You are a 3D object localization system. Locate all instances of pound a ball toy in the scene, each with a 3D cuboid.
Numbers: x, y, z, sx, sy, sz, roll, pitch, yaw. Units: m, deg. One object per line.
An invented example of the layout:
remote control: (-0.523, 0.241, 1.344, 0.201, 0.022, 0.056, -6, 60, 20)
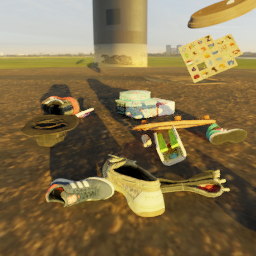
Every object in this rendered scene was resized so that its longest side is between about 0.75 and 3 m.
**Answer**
pound a ball toy: (1.018, 0.565, 8.160, 1.100, 0.717, 1.687, -24, 14, 8)

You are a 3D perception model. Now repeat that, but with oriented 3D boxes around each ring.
ring: (1.531, -0.163, 9.567, 2.783, 0.267, 2.783, -3, -3, 0)

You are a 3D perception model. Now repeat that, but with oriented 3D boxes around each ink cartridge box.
ink cartridge box: (1.387, -1.048, 13.690, 1.042, 0.607, 1.439, -12, 20, -36)

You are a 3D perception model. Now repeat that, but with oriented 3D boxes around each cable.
cable: (1.344, 1.319, 6.133, 1.721, 0.433, 0.836, -12, 33, 1)

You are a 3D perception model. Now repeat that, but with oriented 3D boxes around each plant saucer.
plant saucer: (2.222, -2.811, 6.726, 1.668, 0.246, 1.668, -18, 25, 9)

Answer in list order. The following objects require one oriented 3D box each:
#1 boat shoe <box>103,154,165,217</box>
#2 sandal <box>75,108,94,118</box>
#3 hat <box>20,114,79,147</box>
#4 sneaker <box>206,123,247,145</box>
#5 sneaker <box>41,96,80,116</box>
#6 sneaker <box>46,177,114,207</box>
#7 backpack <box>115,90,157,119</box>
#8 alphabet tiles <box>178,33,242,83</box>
boat shoe: (0.084, 1.032, 6.081, 0.849, 0.726, 2.317, -8, 18, -26)
sandal: (-2.087, -0.582, 12.690, 1.237, 0.304, 0.503, -26, 12, -31)
hat: (-2.458, 0.168, 9.116, 1.959, 0.790, 1.959, -4, 21, 2)
sneaker: (3.249, 0.173, 9.534, 1.361, 0.569, 0.822, -5, 26, -13)
sneaker: (-3.375, -0.936, 12.820, 2.400, 0.848, 1.172, 6, 24, 38)
sneaker: (-0.978, 1.320, 5.570, 1.379, 0.517, 0.583, -5, 15, 13)
backpack: (0.450, -1.039, 12.621, 1.541, 1.307, 1.736, -13, 25, -36)
alphabet tiles: (3.343, -2.974, 11.299, 2.135, 1.784, 0.081, -22, -22, 8)
